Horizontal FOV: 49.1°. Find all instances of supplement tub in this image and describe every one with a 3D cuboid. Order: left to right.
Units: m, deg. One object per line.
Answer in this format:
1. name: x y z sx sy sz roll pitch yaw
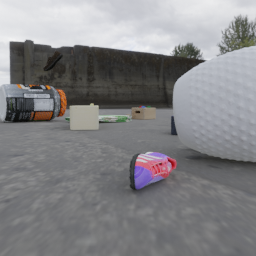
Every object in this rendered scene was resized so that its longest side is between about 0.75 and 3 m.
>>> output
1. supplement tub: -4.753 -1.235 13.990 2.992 1.833 1.833 -4 6 -37

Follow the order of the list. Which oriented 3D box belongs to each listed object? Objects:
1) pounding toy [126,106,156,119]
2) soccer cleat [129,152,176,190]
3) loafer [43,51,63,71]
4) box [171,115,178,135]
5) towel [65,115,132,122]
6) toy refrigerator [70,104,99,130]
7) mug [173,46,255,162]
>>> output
1. pounding toy: 0.536 -0.904 16.428 1.673 0.765 1.470 -4 7 -44
2. soccer cleat: 0.282 0.442 3.066 0.370 0.345 1.011 2 2 18
3. loafer: -2.784 -2.451 10.229 0.920 0.328 0.336 -43 3 9
4. box: 1.787 -0.110 8.156 0.944 0.582 0.937 1 6 17
5. towel: -1.420 -0.432 13.751 2.678 0.313 2.042 -5 7 -39
6. toy refrigerator: -1.588 -0.478 10.560 0.975 0.899 2.568 -1 4 -5
7. mug: 1.891 -0.246 4.431 2.021 1.702 2.306 -5 -18 22
